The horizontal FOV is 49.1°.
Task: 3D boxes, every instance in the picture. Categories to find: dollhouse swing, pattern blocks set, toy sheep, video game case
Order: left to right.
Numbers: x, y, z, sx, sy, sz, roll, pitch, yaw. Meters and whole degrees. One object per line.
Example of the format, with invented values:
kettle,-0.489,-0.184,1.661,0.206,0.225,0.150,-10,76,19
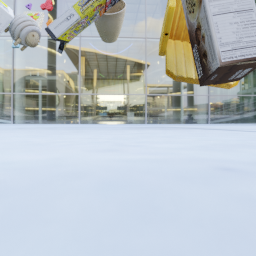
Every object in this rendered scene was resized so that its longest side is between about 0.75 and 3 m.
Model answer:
toy sheep,-3.006,-2.808,8.068,0.925,1.342,0.925,-36,-16,-12
pattern blocks set,-3.311,-3.545,9.534,1.657,1.885,0.153,-7,-22,9
video game case,-0.842,-3.061,7.099,2.437,0.344,2.697,-38,16,5
dollhouse swing,2.500,-2.914,8.931,2.730,2.481,2.400,9,29,-1

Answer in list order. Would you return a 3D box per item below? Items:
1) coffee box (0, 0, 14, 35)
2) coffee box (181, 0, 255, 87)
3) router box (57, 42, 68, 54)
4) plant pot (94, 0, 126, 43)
coffee box,-4.054,-2.975,7.344,1.425,1.439,1.441,39,9,-35
coffee box,2.265,-2.716,7.037,1.178,2.951,1.668,-10,-6,-2
router box,-2.373,-3.219,10.487,0.204,0.614,0.781,30,-27,-13
plant pot,-0.667,-3.705,9.839,1.218,1.218,1.300,0,-39,0
